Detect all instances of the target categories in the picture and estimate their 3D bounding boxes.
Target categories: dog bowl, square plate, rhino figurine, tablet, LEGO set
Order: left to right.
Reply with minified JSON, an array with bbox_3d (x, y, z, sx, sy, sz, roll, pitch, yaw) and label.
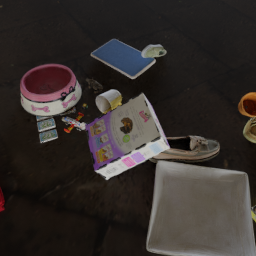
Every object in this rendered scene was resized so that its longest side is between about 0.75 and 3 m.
[{"bbox_3d":[-3.128,-1.612,11.174,2.473,0.912,2.473,0,47,0],"label":"dog bowl"},{"bbox_3d":[-2.421,-0.386,10.523,2.021,0.496,1.510,-16,53,-9],"label":"LEGO set"},{"bbox_3d":[-1.452,-1.847,11.837,0.446,0.305,1.020,-20,50,-34],"label":"rhino figurine"},{"bbox_3d":[-0.240,-3.282,13.101,2.675,0.183,1.740,33,58,24],"label":"tablet"},{"bbox_3d":[2.128,2.420,8.244,2.884,0.414,2.911,7,51,7],"label":"square plate"}]

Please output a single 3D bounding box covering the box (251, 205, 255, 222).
[{"bbox_3d":[4.126,2.377,8.370,1.063,0.266,0.400,-22,54,-17],"label":"box"}]

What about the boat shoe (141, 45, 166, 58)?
[{"bbox_3d":[1.229,-3.522,12.906,0.480,0.557,1.548,39,44,23],"label":"boat shoe"}]

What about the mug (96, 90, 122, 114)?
[{"bbox_3d":[-0.648,-1.000,10.980,0.822,1.027,0.843,-1,31,43],"label":"mug"}]

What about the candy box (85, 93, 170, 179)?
[{"bbox_3d":[-0.090,0.259,9.153,2.339,0.837,1.962,-28,50,12],"label":"candy box"}]

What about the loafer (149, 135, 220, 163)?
[{"bbox_3d":[1.906,0.638,9.402,2.496,0.785,0.897,-6,38,-4],"label":"loafer"}]

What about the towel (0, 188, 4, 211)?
[{"bbox_3d":[-5.406,2.192,8.494,2.941,0.331,2.127,-23,53,-18],"label":"towel"}]

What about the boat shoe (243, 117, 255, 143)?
[{"bbox_3d":[5.102,-0.355,10.315,2.329,0.733,0.849,-34,58,-24],"label":"boat shoe"}]

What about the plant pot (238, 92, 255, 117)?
[{"bbox_3d":[4.415,-0.802,10.160,0.873,0.611,0.873,0,84,-4],"label":"plant pot"}]
